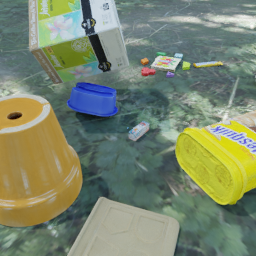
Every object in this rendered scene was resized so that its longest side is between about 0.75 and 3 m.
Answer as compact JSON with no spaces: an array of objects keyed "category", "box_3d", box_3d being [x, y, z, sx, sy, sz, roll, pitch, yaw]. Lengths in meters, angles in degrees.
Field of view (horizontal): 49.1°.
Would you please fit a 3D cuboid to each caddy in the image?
[{"category":"caddy","box_3d":[-1.275,-0.961,10.249,1.875,0.984,1.326,12,26,0]}]

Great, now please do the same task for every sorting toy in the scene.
[{"category":"sorting toy","box_3d":[-0.165,2.720,5.689,2.002,0.360,2.687,15,38,13]}]

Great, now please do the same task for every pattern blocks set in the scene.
[{"category":"pattern blocks set","box_3d":[1.880,-3.261,14.152,2.488,0.229,2.831,4,35,5]}]

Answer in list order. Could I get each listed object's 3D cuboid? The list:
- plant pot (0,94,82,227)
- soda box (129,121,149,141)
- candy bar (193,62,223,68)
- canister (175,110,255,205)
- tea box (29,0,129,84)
[{"category":"plant pot","box_3d":[-2.543,0.592,6.856,2.602,2.382,2.602,0,36,0]},{"category":"soda box","box_3d":[0.374,0.092,9.376,0.268,0.289,0.844,23,41,29]},{"category":"candy bar","box_3d":[4.024,-3.211,14.140,1.526,0.169,0.380,-7,36,-10]},{"category":"canister","box_3d":[3.191,0.615,7.814,2.994,1.296,2.224,-16,38,-24]},{"category":"tea box","box_3d":[-1.648,-3.345,9.381,2.748,1.867,2.794,-15,63,5]}]
